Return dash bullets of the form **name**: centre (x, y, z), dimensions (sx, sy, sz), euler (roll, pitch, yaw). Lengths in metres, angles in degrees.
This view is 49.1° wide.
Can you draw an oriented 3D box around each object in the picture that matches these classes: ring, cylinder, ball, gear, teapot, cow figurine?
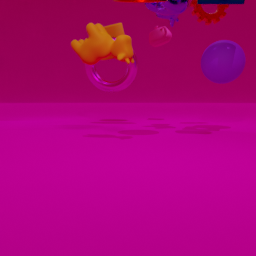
- **ring**: centre (-0.588, -2.188, 9.767), dimensions (1.888, 1.888, 0.378), euler (1, 14, 10)
- **cylinder**: centre (-0.652, -3.282, 10.643), dimensions (1.138, 1.138, 1.138), euler (-12, 21, 5)
- **ball**: centre (2.771, -1.926, 8.203), dimensions (1.245, 1.245, 1.245), euler (0, 6, 0)
- **gear**: centre (2.535, -3.828, 8.727), dimensions (1.160, 1.160, 0.215), euler (-1, 2, -7)
- **teapot**: centre (1.227, -3.679, 11.173), dimensions (0.927, 0.730, 1.491), euler (-22, 5, -13)
- **cow figurine**: centre (1.201, -3.355, 7.659), dimensions (1.514, 0.845, 1.539), euler (11, 14, -37)
- **cow figurine**: centre (-0.480, -1.587, 5.725), dimensions (1.140, 1.122, 0.626), euler (-35, 2, 28)

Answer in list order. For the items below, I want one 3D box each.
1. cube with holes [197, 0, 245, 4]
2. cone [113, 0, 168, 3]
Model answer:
- **cube with holes**: centre (2.276, -3.513, 6.577), dimensions (1.034, 1.034, 1.034), euler (9, 30, 20)
- **cone**: centre (0.264, -3.258, 5.746), dimensions (1.181, 1.186, 1.181), euler (0, 28, 0)
